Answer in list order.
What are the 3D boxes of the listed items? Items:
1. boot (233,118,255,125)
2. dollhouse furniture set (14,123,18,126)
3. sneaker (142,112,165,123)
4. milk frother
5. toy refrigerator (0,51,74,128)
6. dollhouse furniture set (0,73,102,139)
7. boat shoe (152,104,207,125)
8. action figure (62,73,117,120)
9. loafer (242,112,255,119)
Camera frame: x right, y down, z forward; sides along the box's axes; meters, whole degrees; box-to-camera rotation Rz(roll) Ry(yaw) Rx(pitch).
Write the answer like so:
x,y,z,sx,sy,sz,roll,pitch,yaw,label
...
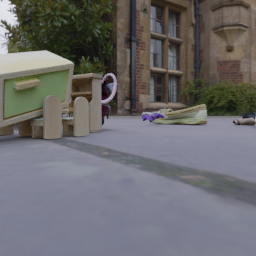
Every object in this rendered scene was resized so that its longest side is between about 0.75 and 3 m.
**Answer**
x,y,z,sx,sy,sz,roll,pitch,yaw,label
4.358,-0.213,10.564,0.615,0.295,0.841,-6,2,1,boot
-4.208,-0.492,10.355,1.222,1.229,1.744,-1,-28,-44,dollhouse furniture set
0.906,-0.365,9.904,0.859,0.358,0.346,-2,-13,27,sneaker
-1.618,-0.391,10.288,1.089,1.045,1.157,3,-39,44,milk frother
-1.987,-0.598,4.480,0.848,0.920,2.423,28,30,24,toy refrigerator
-1.575,-0.546,6.050,1.927,1.365,2.098,2,3,37,dollhouse furniture set
1.986,-0.552,11.455,2.564,0.807,0.935,3,4,42,boat shoe
-1.567,-0.748,7.537,2.300,1.541,1.713,8,-6,-12,action figure
6.832,-0.685,13.487,2.455,0.862,0.833,1,3,22,loafer
